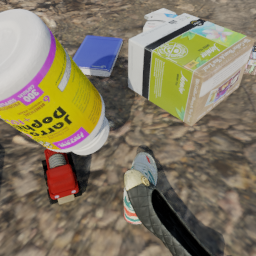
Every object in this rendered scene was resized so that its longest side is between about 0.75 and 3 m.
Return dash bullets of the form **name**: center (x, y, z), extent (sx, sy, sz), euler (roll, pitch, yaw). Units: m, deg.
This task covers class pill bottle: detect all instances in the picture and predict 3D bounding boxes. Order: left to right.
- **pill bottle**: center (-1.329, -0.486, 4.871), extent (1.478, 2.836, 1.478), euler (-9, 62, 17)

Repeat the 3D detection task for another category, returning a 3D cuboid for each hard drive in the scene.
- **hard drive**: center (-1.252, -2.984, 11.359), extent (1.628, 0.313, 2.468), euler (7, 46, 7)
- **hard drive**: center (1.620, -5.649, 14.097), extent (1.368, 0.182, 0.902), euler (-33, 54, -28)

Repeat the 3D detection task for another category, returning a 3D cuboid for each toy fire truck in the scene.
- **toy fire truck**: center (-1.559, 0.763, 6.691), extent (1.070, 1.663, 1.464), euler (-14, 46, -14)

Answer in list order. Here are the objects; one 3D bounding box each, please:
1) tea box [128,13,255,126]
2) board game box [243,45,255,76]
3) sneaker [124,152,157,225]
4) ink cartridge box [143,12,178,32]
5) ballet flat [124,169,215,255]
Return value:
- **tea box**: center (1.987, -2.087, 9.306), extent (2.874, 1.952, 2.921), euler (36, 55, 29)
- **board game box**: center (4.488, -2.670, 10.783), extent (1.426, 0.690, 1.137), euler (12, 47, 12)
- **sneaker**: center (0.330, 1.235, 6.750), extent (0.703, 0.933, 1.996), euler (8, 46, 9)
- **ink cartridge box**: center (1.401, -4.299, 12.380), extent (1.252, 0.721, 2.161), euler (11, 46, 11)
- **ballet flat**: center (0.959, 1.938, 5.590), extent (2.912, 0.827, 0.968), euler (50, 29, 15)
